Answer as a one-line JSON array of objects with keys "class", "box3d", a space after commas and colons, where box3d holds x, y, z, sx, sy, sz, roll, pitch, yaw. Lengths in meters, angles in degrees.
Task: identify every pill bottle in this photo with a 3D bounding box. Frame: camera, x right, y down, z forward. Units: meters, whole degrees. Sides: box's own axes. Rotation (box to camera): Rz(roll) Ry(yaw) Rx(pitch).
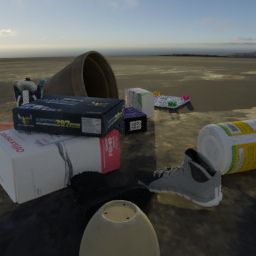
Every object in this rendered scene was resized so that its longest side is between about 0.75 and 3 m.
[{"class": "pill bottle", "box3d": [2.989, 0.422, 6.992, 2.209, 1.227, 1.227, -6, 19, -18]}]

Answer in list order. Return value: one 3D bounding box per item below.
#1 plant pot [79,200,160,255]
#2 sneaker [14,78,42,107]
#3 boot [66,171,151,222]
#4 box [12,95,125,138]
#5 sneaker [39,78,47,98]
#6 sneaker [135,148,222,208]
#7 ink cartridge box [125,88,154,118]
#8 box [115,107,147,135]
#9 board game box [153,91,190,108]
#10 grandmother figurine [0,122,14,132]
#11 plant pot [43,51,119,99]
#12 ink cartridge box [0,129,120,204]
[{"class": "plant pot", "box3d": [-0.126, 1.575, 4.131, 1.226, 0.823, 1.226, 0, 19, 0]}, {"class": "sneaker", "box3d": [-3.764, -1.163, 11.023, 1.065, 1.736, 2.667, 0, 18, -2]}, {"class": "boot", "box3d": [-0.424, 1.246, 5.619, 1.456, 0.539, 1.193, -13, 23, -21]}, {"class": "box", "box3d": [-1.364, -0.364, 6.979, 2.257, 0.576, 1.780, 6, 17, 14]}, {"class": "sneaker", "box3d": [-3.212, -1.612, 12.688, 0.996, 1.108, 2.566, 15, 3, 11]}, {"class": "sneaker", "box3d": [1.016, 0.840, 5.769, 1.888, 1.090, 0.708, 11, 30, 25]}, {"class": "ink cartridge box", "box3d": [0.465, -1.130, 12.020, 0.596, 1.037, 1.770, -11, 21, -21]}, {"class": "box", "box3d": [0.015, -0.274, 10.057, 0.916, 0.646, 1.238, -9, 21, -24]}, {"class": "board game box", "box3d": [1.833, -1.495, 14.392, 2.145, 0.277, 2.144, 11, 20, 30]}, {"class": "grandmother figurine", "box3d": [-3.669, -0.013, 9.369, 2.131, 0.645, 1.292, -8, 29, -15]}, {"class": "plant pot", "box3d": [-2.003, -1.496, 11.320, 2.350, 2.708, 2.708, -9, 13, 26]}, {"class": "ink cartridge box", "box3d": [-1.749, 0.586, 6.754, 2.553, 1.057, 1.871, -14, 23, -37]}]
